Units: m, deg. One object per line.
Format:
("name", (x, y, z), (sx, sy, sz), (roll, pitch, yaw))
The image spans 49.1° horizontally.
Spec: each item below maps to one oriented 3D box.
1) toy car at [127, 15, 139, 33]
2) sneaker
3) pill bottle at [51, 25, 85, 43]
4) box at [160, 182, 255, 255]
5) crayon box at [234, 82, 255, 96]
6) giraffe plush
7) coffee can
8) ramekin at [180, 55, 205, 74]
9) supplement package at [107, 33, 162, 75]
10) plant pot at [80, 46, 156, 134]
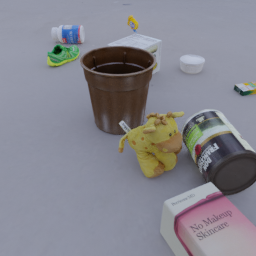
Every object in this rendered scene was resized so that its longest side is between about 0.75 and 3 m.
("toy car", (-0.513, -4.106, 13.871), (1.393, 2.840, 0.945), (-7, 47, -39))
("sneaker", (-3.408, -4.035, 14.976), (0.841, 0.949, 2.271), (18, 39, 24))
("pill bottle", (-3.697, -5.795, 17.317), (1.866, 1.047, 1.047), (1, 36, 3))
("box", (1.835, 2.433, 5.921), (1.379, 1.175, 2.156), (-17, 39, -21))
("crayon box", (5.333, -1.743, 12.421), (1.031, 0.266, 0.648), (-10, 38, -13))
("giraffe plush", (0.871, 0.225, 7.860), (2.079, 1.686, 1.794), (35, 59, -9))
("coffee can", (2.604, 0.641, 8.076), (1.538, 1.538, 2.101), (-7, 36, -9))
("ramekin", (3.223, -3.212, 14.164), (1.245, 0.580, 1.245), (-1, 36, 0))
("supplement package", (0.325, -3.333, 13.425), (1.614, 1.626, 2.143), (26, 43, 31))
("plant pot", (-0.307, -1.286, 9.923), (2.512, 2.486, 2.512), (-1, 36, 0))
